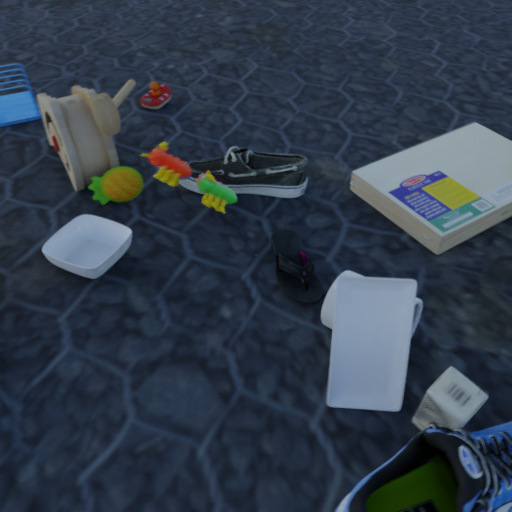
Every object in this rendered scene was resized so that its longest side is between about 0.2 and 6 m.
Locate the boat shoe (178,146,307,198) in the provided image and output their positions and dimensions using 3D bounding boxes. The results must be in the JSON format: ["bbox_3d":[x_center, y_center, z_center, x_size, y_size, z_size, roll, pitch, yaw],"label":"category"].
[{"bbox_3d":[-0.306,-1.855,11.723,2.776,0.884,0.982,3,42,3],"label":"boat shoe"}]

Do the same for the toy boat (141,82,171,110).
[{"bbox_3d":[-2.612,-4.242,14.568,0.587,0.588,0.900,17,45,18],"label":"toy boat"}]

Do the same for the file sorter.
[{"bbox_3d":[-6.196,-4.094,14.165,1.045,0.924,1.507,-18,46,-18],"label":"file sorter"}]

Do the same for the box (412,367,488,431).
[{"bbox_3d":[2.415,1.953,7.104,0.471,1.379,0.566,-40,61,-17],"label":"box"}]

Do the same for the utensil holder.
[{"bbox_3d":[1.762,0.902,8.626,1.224,1.040,1.040,25,48,29],"label":"utensil holder"}]

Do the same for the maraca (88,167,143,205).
[{"bbox_3d":[-2.837,-1.417,11.376,1.066,0.731,0.570,-17,23,-4],"label":"maraca"}]

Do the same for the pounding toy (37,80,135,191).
[{"bbox_3d":[-3.361,-2.645,12.075,1.925,1.919,3.356,-21,27,-21],"label":"pounding toy"}]

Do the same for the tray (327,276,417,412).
[{"bbox_3d":[1.564,1.208,7.743,1.062,1.978,0.219,3,16,2],"label":"tray"}]

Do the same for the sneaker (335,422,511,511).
[{"bbox_3d":[2.447,2.617,6.304,3.447,1.537,1.354,-17,48,-18],"label":"sneaker"}]

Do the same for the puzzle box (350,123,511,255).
[{"bbox_3d":[4.214,-1.568,11.702,3.831,0.487,2.549,-23,48,-23],"label":"puzzle box"}]

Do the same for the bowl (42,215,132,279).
[{"bbox_3d":[-3.005,-0.125,10.133,1.291,0.482,1.292,18,46,19],"label":"bowl"}]

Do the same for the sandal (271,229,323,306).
[{"bbox_3d":[0.647,0.101,9.893,0.724,0.461,1.927,-9,43,-10],"label":"sandal"}]

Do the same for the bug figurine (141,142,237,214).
[{"bbox_3d":[-1.224,-1.456,10.418,1.822,0.604,2.349,29,3,-10],"label":"bug figurine"}]
